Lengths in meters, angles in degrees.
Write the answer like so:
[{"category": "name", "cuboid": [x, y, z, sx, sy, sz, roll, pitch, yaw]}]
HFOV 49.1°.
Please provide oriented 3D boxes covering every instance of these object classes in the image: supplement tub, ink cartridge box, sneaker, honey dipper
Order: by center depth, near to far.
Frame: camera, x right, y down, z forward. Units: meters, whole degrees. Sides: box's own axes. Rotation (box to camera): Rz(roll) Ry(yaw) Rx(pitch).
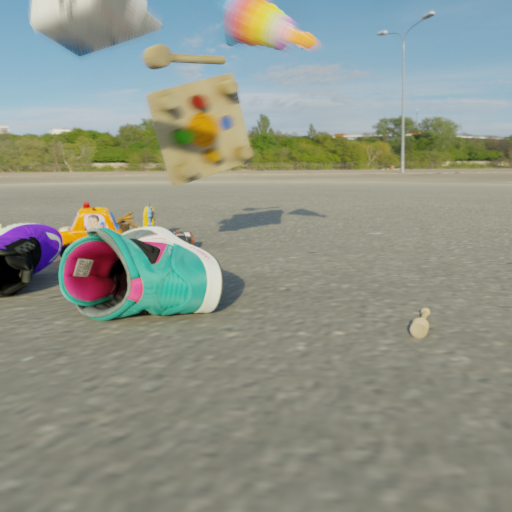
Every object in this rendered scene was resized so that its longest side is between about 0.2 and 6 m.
[{"category": "honey dipper", "cuboid": [2.040, 0.782, 6.891, 0.200, 0.200, 1.055, 4, 9, 20]}, {"category": "ink cartridge box", "cuboid": [-1.975, -3.081, 7.018, 1.472, 0.491, 0.853, -5, -12, 28]}, {"category": "sneaker", "cuboid": [-1.915, 0.171, 7.765, 1.728, 1.196, 2.861, 4, 6, -37]}, {"category": "sneaker", "cuboid": [-3.841, 0.156, 8.716, 1.342, 0.938, 2.698, 11, 18, 26]}, {"category": "supplement tub", "cuboid": [-1.829, -0.305, 12.335, 0.848, 0.454, 0.454, -7, 12, -37]}]

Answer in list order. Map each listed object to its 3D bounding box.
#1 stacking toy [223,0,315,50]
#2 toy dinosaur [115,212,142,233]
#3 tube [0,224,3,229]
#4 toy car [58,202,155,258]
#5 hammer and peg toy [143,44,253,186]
[{"category": "stacking toy", "cuboid": [0.281, -3.645, 8.970, 1.522, 0.883, 0.835, 29, -25, 19]}, {"category": "toy dinosaur", "cuboid": [-3.558, -0.679, 13.767, 2.382, 0.720, 1.265, 6, 13, 32]}, {"category": "tube", "cuboid": [-7.229, -0.566, 14.267, 1.448, 0.420, 0.376, -5, 55, -17]}, {"category": "toy car", "cuboid": [-3.411, -0.738, 12.799, 1.704, 1.156, 3.474, 1, 11, 3]}, {"category": "hammer and peg toy", "cuboid": [-1.150, -2.979, 11.354, 1.993, 2.709, 0.955, -21, 20, -24]}]
